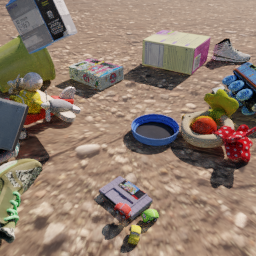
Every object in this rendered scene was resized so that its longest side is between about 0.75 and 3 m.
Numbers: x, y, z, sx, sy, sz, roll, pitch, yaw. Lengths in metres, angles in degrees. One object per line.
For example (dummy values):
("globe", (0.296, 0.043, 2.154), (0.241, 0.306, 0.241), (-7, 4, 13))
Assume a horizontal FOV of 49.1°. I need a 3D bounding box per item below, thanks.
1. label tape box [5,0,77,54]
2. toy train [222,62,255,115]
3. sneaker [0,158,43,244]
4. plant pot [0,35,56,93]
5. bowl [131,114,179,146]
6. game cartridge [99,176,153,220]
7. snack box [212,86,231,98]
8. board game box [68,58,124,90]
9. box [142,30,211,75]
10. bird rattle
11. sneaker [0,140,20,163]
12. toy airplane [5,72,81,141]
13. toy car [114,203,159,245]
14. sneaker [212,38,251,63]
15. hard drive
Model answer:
("label tape box", (-2.764, -3.613, 8.451), (1.594, 2.224, 0.735), (-16, 21, 22))
("toy train", (4.197, -1.376, 9.677), (1.297, 0.984, 2.270), (-29, 32, 11))
("sneaker", (-2.471, 1.718, 5.396), (1.212, 1.052, 2.735), (26, 46, 16))
("plant pot", (-4.296, -2.461, 10.891), (2.049, 2.229, 2.229), (-34, 45, -25))
("bowl", (0.814, 0.042, 8.430), (1.433, 0.281, 1.433), (0, 33, 0))
("game cartridge", (-0.053, 1.514, 6.255), (0.691, 0.205, 1.066), (-32, 44, -33))
("snack box", (3.522, -1.315, 10.558), (0.442, 0.141, 0.761), (-17, 33, 4))
("board game box", (-1.333, -2.317, 11.790), (1.904, 0.612, 1.404), (24, 40, 31))
("box", (2.283, -3.660, 13.283), (2.526, 1.221, 2.222), (18, 37, 25))
("bird rattle", (2.475, 0.076, 8.028), (1.859, 1.284, 2.280), (-8, 45, 8))
("sneaker", (-4.067, 0.639, 6.837), (2.801, 0.986, 1.310), (-14, 30, -26))
("toy airplane", (-2.634, -0.889, 8.541), (2.449, 1.728, 2.438), (1, 32, 3))
("toy car", (0.253, 1.801, 5.652), (0.853, 0.202, 0.907), (-8, 48, -26))
("sneaker", (5.093, -3.788, 13.644), (1.813, 1.043, 0.684), (7, 34, 10))
("hard drive", (-2.058, -0.120, 4.079), (1.012, 0.166, 0.706), (14, 78, -3))
